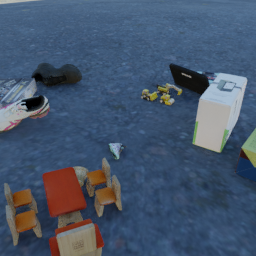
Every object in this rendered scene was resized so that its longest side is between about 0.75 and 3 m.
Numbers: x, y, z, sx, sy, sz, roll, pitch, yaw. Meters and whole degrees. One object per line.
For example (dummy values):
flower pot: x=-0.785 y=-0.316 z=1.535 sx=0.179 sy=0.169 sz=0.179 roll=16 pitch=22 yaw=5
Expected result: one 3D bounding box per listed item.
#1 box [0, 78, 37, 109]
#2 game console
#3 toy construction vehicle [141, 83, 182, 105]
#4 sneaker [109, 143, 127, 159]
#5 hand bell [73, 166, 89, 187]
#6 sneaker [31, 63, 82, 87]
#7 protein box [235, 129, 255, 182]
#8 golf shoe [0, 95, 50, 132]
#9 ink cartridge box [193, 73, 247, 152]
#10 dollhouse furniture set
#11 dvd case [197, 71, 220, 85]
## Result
box: x=-5.768 y=-1.451 z=12.867 sx=2.254 sy=0.688 sz=2.846 roll=1 pitch=33 yaw=2
game console: x=3.509 y=-2.555 z=14.059 sx=1.355 sy=2.047 sz=2.328 roll=-46 pitch=48 yaw=-13
toy construction vehicle: x=1.607 y=-1.701 z=13.385 sx=1.575 sy=0.555 sz=1.371 roll=22 pitch=39 yaw=30
sneaker: x=-0.293 y=0.752 z=9.802 sx=0.585 sy=0.325 sz=0.837 roll=-12 pitch=35 yaw=-17
hand bell: x=-1.475 y=1.805 z=8.108 sx=0.651 sy=0.651 sz=1.250 roll=-2 pitch=45 yaw=-3
sneaker: x=-3.737 y=-2.648 z=14.637 sx=2.839 sy=1.078 sz=1.288 roll=6 pitch=42 yaw=21
protein box: x=4.484 y=0.940 z=8.830 sx=1.543 sy=1.049 sz=1.555 roll=23 pitch=39 yaw=31
golf shoe: x=-4.346 y=-0.674 z=10.937 sx=2.519 sy=1.160 sz=0.914 roll=-26 pitch=74 yaw=-18
ink cartridge box: x=3.474 y=-0.663 z=10.506 sx=1.111 sy=1.923 sz=2.644 roll=18 pitch=37 yaw=25
dollhouse furniture set: x=-1.492 y=1.928 z=6.920 sx=2.846 sy=1.466 sz=2.815 roll=-13 pitch=35 yaw=-19
dvd case: x=4.493 y=-2.571 z=14.853 sx=1.418 sy=0.214 sz=1.942 roll=6 pitch=30 yaw=0
